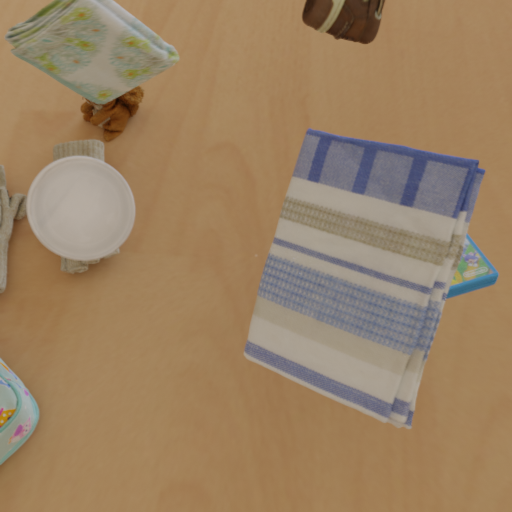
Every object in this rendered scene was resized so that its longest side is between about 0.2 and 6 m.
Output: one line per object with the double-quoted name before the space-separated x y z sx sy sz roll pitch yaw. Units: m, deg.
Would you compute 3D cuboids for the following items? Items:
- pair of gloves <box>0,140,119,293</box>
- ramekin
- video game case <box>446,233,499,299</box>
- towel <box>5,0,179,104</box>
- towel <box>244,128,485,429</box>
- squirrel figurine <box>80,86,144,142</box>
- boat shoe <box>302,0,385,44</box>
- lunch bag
"pair of gloves" -3.668 -0.616 9.278 2.893 0.507 2.460 -17 65 -7
"ramekin" -2.260 -0.607 7.225 1.316 0.613 1.316 -2 95 -21
"video game case" 1.562 -0.331 6.751 1.623 0.202 2.267 -16 49 -8
"towel" -2.392 -3.031 8.291 1.675 1.957 0.471 -14 71 30
"towel" 0.956 0.160 5.451 1.876 0.304 2.554 18 96 29
"squirrel figurine" -2.643 -2.862 10.201 1.160 1.082 0.821 -32 65 -17
"boat shoe" 1.682 -4.400 7.640 1.181 1.179 3.193 21 91 -13
"lunch bag" -4.463 1.981 7.498 2.627 1.012 2.106 37 69 19
